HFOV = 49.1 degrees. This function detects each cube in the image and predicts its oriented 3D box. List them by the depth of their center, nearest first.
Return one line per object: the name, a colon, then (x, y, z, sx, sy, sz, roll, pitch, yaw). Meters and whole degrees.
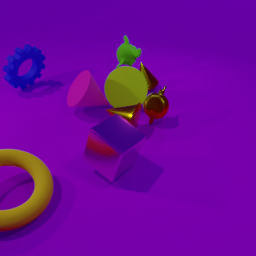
cube: (-0.326, 0.437, 6.453, 0.952, 0.952, 0.952, 36, 41, 19)

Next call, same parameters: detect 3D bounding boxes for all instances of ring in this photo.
ring: (-2.537, 1.212, 5.812, 1.917, 0.383, 1.917, 12, 42, -11)

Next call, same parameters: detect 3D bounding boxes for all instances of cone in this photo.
cone: (-0.216, -0.395, 7.984, 0.943, 0.939, 0.939, 16, 38, 15)
cone: (-1.070, -0.986, 8.913, 1.248, 1.243, 1.243, 27, 20, -35)
cone: (0.090, -1.337, 9.609, 1.428, 1.428, 1.433, 9, 9, 12)
cone: (0.580, -1.964, 10.109, 0.915, 0.919, 0.915, -13, 36, 9)

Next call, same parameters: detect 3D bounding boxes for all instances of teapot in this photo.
teapot: (0.873, -0.692, 8.299, 0.782, 1.257, 0.616, 23, 10, 16)

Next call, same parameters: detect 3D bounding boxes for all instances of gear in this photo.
gear: (-3.637, -2.146, 9.926, 0.296, 1.601, 1.601, 35, 46, 17)

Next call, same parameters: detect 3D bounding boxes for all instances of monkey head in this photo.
monkey head: (0.018, -2.759, 10.333, 0.775, 1.286, 0.925, 15, -6, -22)
